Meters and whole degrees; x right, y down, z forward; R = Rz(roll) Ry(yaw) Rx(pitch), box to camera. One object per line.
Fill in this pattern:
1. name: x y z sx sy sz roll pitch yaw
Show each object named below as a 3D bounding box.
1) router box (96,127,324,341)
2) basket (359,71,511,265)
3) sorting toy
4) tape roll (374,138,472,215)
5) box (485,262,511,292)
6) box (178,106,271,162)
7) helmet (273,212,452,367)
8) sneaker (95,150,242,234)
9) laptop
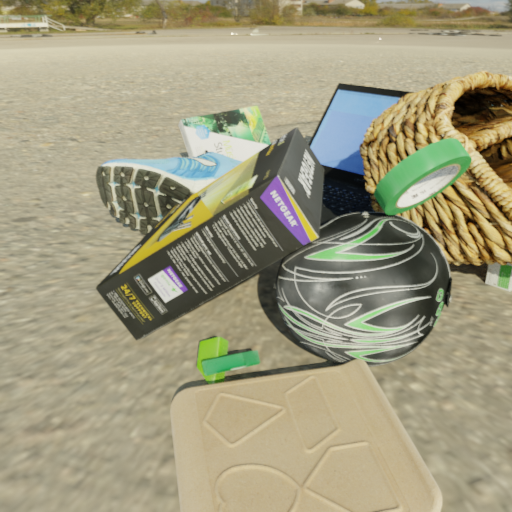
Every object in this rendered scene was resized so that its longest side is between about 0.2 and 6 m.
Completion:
1. router box: -0.388 -0.478 7.510 2.531 0.841 3.219 -30 14 17
2. basket: 3.775 -1.532 8.552 3.705 2.644 2.760 -23 13 -39
3. sorting toy: 0.218 1.573 5.373 2.033 0.405 2.750 -10 30 -8
4. tape roll: 1.821 -0.852 6.159 1.068 1.068 0.257 -17 69 -32
5. box: 3.665 0.199 8.211 0.454 0.452 0.389 -23 33 -38
6. box: -0.645 -2.619 12.944 1.972 1.423 0.358 -17 -6 -23
7. helmet: 1.151 0.415 6.389 1.707 1.790 1.790 -28 36 -33
8. sneaker: -1.172 -1.210 10.088 3.328 1.304 1.497 7 36 -4
9. laptop: 1.744 -2.096 11.149 3.962 2.046 3.511 -20 31 -40
